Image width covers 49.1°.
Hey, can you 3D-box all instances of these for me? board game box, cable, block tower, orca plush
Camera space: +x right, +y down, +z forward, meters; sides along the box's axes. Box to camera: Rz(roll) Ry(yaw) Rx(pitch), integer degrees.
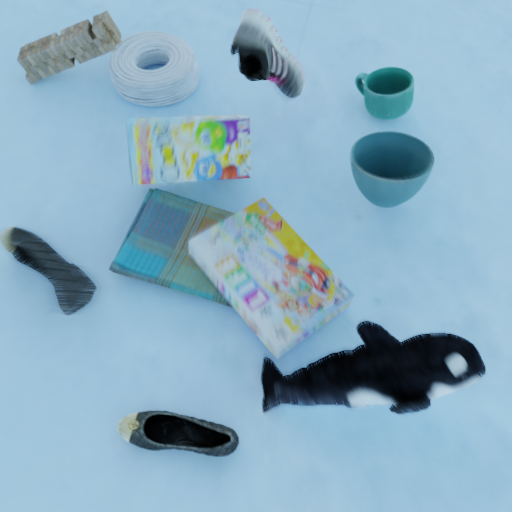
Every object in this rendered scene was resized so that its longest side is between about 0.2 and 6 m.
[{"bbox_3d":[-1.315,-2.117,11.011,2.279,1.174,1.195,-4,17,-8],"label":"board game box"},{"bbox_3d":[-2.382,-4.411,13.134,2.070,0.717,2.070,3,57,2],"label":"cable"},{"bbox_3d":[-4.376,-4.821,12.995,2.412,0.697,0.651,-19,51,11],"label":"block tower"},{"bbox_3d":[1.655,1.490,8.643,3.407,1.211,1.793,-6,13,25],"label":"orca plush"},{"bbox_3d":[0.236,0.312,9.973,1.735,0.442,2.581,-33,67,-22],"label":"board game box"}]

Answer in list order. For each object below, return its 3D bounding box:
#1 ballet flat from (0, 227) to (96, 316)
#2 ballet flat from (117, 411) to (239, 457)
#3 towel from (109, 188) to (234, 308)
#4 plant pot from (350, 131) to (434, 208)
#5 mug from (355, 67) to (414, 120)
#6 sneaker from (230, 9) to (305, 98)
[{"bbox_3d":[-3.848,0.177,9.943,2.512,0.835,0.714,29,61,29],"label":"ballet flat"},{"bbox_3d":[-1.196,2.676,8.606,1.904,0.541,0.633,6,57,4],"label":"ballet flat"},{"bbox_3d":[-1.121,-0.180,10.524,2.703,0.293,1.982,17,60,6],"label":"towel"},{"bbox_3d":[2.550,-1.533,10.784,1.530,1.031,1.530,-2,47,2],"label":"plant pot"},{"bbox_3d":[2.919,-3.628,12.531,1.077,0.810,1.311,-16,49,0],"label":"mug"},{"bbox_3d":[0.194,-3.936,11.664,0.867,2.350,1.028,28,82,36],"label":"sneaker"}]
